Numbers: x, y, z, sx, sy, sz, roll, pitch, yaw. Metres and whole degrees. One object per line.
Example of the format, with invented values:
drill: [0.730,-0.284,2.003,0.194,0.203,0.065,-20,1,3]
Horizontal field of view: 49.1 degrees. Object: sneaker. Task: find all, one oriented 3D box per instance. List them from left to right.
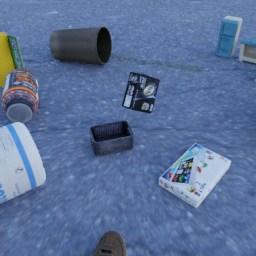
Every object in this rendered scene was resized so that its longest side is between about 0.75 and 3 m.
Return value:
sneaker: [-0.376,2.457,4.646,0.654,0.701,1.857,5,39,6]

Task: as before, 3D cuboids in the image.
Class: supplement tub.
supplement tub: [-3.108,0.943,5.885,2.348,1.549,1.549,-23,44,-25]
supplement tub: [-3.334,-0.981,8.723,1.058,1.058,1.978,-10,40,-12]

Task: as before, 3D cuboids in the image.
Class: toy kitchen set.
toy kitchen set: [4.619,-3.083,10.931,2.711,1.597,2.172,23,44,27]

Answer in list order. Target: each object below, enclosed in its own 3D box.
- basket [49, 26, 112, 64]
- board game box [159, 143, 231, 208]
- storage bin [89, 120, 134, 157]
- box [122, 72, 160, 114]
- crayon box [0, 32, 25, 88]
basket: [-1.957,-3.394,11.499,2.148,1.461,1.937,5,16,14]
board game box: [1.631,1.066,6.740,1.029,0.282,1.630,29,47,31]
storage bin: [-0.444,0.271,7.576,1.088,0.510,0.736,-12,40,-13]
box: [0.346,-0.923,7.417,0.786,0.960,0.413,9,9,-43]
crayon box: [-5.048,-2.630,10.180,2.884,1.813,0.744,22,43,25]
